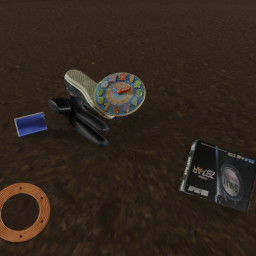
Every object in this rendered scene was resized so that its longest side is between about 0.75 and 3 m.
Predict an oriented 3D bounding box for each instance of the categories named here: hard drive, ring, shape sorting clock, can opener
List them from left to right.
[{"bbox_3d":[-1.969,1.532,5.133,1.034,1.034,0.099,-14,-4,-22],"label":"ring"},{"bbox_3d":[-2.806,-0.111,8.123,0.806,0.532,0.102,-17,26,-26],"label":"hard drive"},{"bbox_3d":[-1.295,-0.179,7.791,1.062,0.856,2.701,-19,36,-31],"label":"can opener"},{"bbox_3d":[-0.271,-1.074,8.656,1.609,0.316,1.609,-4,58,6],"label":"shape sorting clock"}]

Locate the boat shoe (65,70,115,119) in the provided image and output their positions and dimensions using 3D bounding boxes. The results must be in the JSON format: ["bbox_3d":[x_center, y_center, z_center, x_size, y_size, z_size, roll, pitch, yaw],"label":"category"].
[{"bbox_3d":[-1.267,-1.042,9.420,2.418,0.753,0.902,40,46,23],"label":"boat shoe"}]

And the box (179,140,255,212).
[{"bbox_3d":[1.823,0.945,5.611,1.343,1.076,0.292,19,-11,-3],"label":"box"}]
